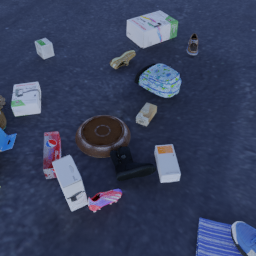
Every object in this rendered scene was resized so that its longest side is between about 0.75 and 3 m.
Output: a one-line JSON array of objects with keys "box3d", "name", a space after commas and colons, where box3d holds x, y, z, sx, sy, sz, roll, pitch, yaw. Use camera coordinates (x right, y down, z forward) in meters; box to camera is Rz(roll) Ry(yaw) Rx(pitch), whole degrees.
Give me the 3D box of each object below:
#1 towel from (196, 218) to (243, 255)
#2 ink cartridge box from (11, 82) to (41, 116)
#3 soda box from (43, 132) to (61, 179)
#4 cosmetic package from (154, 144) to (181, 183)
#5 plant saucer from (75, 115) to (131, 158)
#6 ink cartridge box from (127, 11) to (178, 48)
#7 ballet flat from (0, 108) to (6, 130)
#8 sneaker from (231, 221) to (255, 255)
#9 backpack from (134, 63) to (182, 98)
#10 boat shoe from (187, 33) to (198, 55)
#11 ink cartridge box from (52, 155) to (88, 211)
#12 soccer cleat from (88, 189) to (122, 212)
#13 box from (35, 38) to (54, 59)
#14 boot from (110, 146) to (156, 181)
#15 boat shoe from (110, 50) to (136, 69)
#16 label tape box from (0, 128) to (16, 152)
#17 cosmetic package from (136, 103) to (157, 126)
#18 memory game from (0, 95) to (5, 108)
[{"box3d": [2.607, 3.525, 7.801, 1.402, 0.231, 1.936, 10, 47, 9], "name": "towel"}, {"box3d": [-4.361, -1.273, 12.085, 1.081, 0.624, 1.485, -9, 47, -8], "name": "ink cartridge box"}, {"box3d": [-2.688, 0.934, 9.999, 0.546, 0.602, 1.721, -7, 47, -7], "name": "soda box"}, {"box3d": [1.363, 1.222, 9.825, 0.665, 0.467, 1.311, -5, 47, -5], "name": "cosmetic package"}, {"box3d": [-0.978, 0.194, 10.905, 2.167, 0.348, 2.167, 0, 45, 0], "name": "plant saucer"}, {"box3d": [1.352, -5.675, 16.003, 2.408, 1.011, 1.743, -25, 51, -22], "name": "ink cartridge box"}, {"box3d": [-5.556, -0.797, 11.474, 0.727, 0.775, 2.143, -20, 52, -15], "name": "ballet flat"}, {"box3d": [3.859, 3.383, 7.383, 0.935, 0.952, 2.470, -28, 54, -30], "name": "sneaker"}, {"box3d": [1.489, -2.142, 12.585, 1.521, 1.434, 1.865, -32, 69, -33], "name": "backpack"}, {"box3d": [3.534, -4.594, 15.266, 0.598, 0.599, 1.654, 4, 47, 4], "name": "boat shoe"}, {"box3d": [-1.773, 1.714, 8.653, 0.608, 1.453, 1.054, -22, 50, -17], "name": "ink cartridge box"}, {"box3d": [-0.697, 2.159, 8.765, 1.254, 0.479, 0.418, -21, 24, -35], "name": "soccer cleat"}, {"box3d": [-4.390, -4.189, 14.768, 0.655, 0.764, 0.761, -29, 52, -27], "name": "box"}, {"box3d": [0.143, 1.139, 9.831, 1.451, 0.554, 1.219, -13, 51, -3], "name": "boot"}, {"box3d": [-0.161, -3.421, 14.280, 1.562, 0.560, 0.595, -34, 69, -19], "name": "boat shoe"}, {"box3d": [-5.134, 0.429, 10.253, 1.780, 0.588, 1.275, -12, 27, -8], "name": "label tape box"}, {"box3d": [0.774, -0.576, 11.614, 0.523, 0.353, 0.994, 20, 50, 18], "name": "cosmetic package"}, {"box3d": [-5.990, -1.062, 12.269, 1.213, 0.077, 1.213, 0, 46, 0], "name": "memory game"}]
